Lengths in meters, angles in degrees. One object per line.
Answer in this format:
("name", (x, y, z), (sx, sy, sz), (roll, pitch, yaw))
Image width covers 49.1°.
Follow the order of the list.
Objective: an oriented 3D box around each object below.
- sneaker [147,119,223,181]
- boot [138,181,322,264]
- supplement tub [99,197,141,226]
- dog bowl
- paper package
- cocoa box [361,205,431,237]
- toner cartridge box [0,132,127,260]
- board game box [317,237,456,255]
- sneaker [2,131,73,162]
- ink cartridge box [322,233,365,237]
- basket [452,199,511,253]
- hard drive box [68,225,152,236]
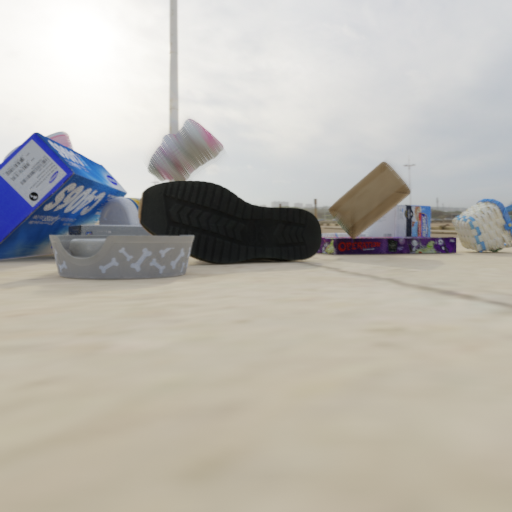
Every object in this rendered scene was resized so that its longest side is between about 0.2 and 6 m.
("sneaker", (-1.326, -1.777, 10.133), (0.837, 0.908, 2.059), (38, -21, -21))
("boot", (-0.737, -0.351, 9.146), (2.998, 1.161, 2.074), (14, -10, -31))
("supplement tub", (-2.445, -0.656, 12.306), (1.215, 1.215, 1.680), (2, 3, 37))
("dog bowl", (-1.472, -0.010, 6.234), (1.572, 0.461, 1.572), (0, 3, 0))
("paper package", (2.432, -1.227, 12.066), (1.593, 0.864, 1.671), (-41, 0, 14))
("cocoa box", (3.632, -0.744, 14.871), (1.147, 1.166, 1.748), (0, 2, -23))
("toner cartridge box", (-3.906, -0.998, 10.756), (2.073, 0.942, 4.365), (-42, 3, 1))
("board game box", (2.770, -0.246, 12.736), (2.953, 0.477, 1.773), (-1, -1, -18))
("sneaker", (-4.332, -1.917, 11.284), (1.426, 0.745, 0.537), (-27, -19, -11))
("ink cartridge box", (2.284, -0.376, 14.867), (1.065, 0.451, 0.769), (3, 3, 33))
("basket", (5.680, -0.795, 13.175), (1.763, 1.226, 1.554), (-27, 6, 5))
("hard drive box", (-2.616, -0.273, 10.551), (1.582, 0.607, 1.233), (-1, 3, -28))
